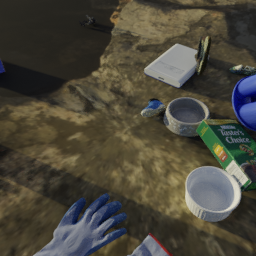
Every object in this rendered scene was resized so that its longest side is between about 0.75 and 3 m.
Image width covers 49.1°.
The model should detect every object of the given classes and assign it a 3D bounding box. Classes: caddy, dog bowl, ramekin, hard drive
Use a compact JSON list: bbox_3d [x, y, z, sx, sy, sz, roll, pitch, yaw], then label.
[{"bbox_3d":[3.635,-0.638,7.088,2.046,1.074,1.447,5,80,-17],"label":"caddy"},{"bbox_3d":[1.642,-0.355,7.753,1.302,0.382,1.302,-1,45,1],"label":"dog bowl"},{"bbox_3d":[1.737,1.406,5.887,1.107,0.540,1.107,-1,46,1],"label":"ramekin"},{"bbox_3d":[1.708,-2.197,9.649,1.359,0.261,2.061,28,52,25],"label":"hard drive"}]

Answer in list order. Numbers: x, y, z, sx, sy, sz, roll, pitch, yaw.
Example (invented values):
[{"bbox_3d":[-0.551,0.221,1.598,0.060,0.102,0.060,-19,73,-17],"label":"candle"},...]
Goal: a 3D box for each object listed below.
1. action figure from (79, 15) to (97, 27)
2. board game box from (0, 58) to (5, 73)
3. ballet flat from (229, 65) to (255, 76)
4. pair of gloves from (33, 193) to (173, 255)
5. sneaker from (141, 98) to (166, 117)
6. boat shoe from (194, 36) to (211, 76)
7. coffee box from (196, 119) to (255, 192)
[{"bbox_3d":[-1.671,-4.582,11.940,0.758,0.387,0.450,-27,40,-22],"label":"action figure"},{"bbox_3d":[-4.810,-2.222,9.498,0.843,0.512,1.058,-26,51,-24],"label":"board game box"},{"bbox_3d":[3.884,-1.977,9.414,0.875,0.325,0.325,12,46,12],"label":"ballet flat"},{"bbox_3d":[-0.438,2.384,4.996,1.982,0.281,2.466,-39,58,-24],"label":"pair of gloves"},{"bbox_3d":[0.639,-0.609,8.039,0.804,0.309,0.447,-21,55,-25],"label":"sneaker"},{"bbox_3d":[2.390,-2.367,9.169,0.412,1.255,0.448,23,28,29],"label":"boat shoe"},{"bbox_3d":[2.580,0.559,6.569,1.190,0.425,1.935,1,42,-26],"label":"coffee box"}]
